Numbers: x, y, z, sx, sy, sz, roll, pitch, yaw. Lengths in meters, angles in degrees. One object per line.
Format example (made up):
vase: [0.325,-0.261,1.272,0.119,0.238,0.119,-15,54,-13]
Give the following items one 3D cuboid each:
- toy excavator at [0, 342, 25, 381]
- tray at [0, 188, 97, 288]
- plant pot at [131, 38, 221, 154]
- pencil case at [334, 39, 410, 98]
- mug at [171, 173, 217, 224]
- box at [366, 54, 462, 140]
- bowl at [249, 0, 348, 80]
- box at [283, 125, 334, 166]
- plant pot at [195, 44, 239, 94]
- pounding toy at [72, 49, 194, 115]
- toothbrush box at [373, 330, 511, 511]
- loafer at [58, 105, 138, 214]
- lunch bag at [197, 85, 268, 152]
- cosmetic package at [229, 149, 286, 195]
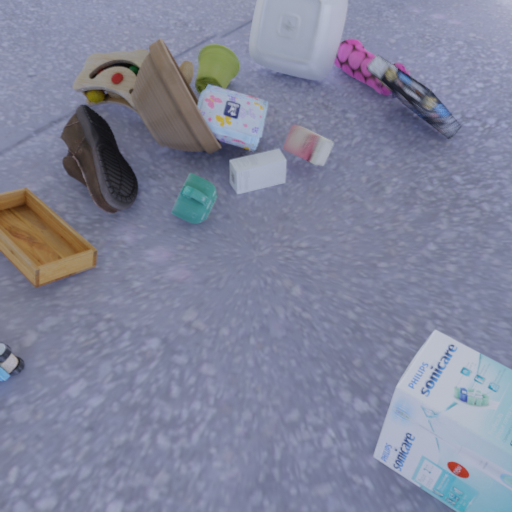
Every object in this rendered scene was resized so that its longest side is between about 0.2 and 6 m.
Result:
toy excavator: [-4.423,1.742,8.592,1.176,0.604,1.209,26,60,24]
tray: [-4.208,-0.405,10.458,2.458,0.455,1.212,35,39,28]
plant pot: [-1.878,-3.227,12.184,1.201,2.602,2.602,-29,49,3]
pencil case: [3.007,-5.015,14.785,0.999,0.967,2.132,-29,50,-14]
mug: [-1.184,-1.046,10.924,0.677,0.900,1.095,25,27,-8]
box: [3.674,-3.685,12.999,1.893,0.470,1.878,20,27,-47]
bowl: [0.947,-5.942,14.521,2.442,2.439,0.912,21,25,17]
box: [1.125,-2.387,12.111,0.889,0.568,0.484,32,20,25]
plant pot: [-1.093,-4.660,14.447,1.127,1.127,1.036,10,58,9]
pounding toy: [-2.931,-4.013,13.985,2.786,1.598,1.593,1,73,13]
toothbrush box: [2.968,2.423,6.941,2.625,1.922,1.120,30,53,25]
loafer: [-3.414,-1.894,11.884,1.107,1.139,3.118,-39,50,14]
lunch bag: [-0.550,-3.027,12.313,1.509,1.131,1.779,16,29,-3]
cosmetic package: [0.043,-1.789,11.884,1.148,0.648,0.466,-15,49,-16]
